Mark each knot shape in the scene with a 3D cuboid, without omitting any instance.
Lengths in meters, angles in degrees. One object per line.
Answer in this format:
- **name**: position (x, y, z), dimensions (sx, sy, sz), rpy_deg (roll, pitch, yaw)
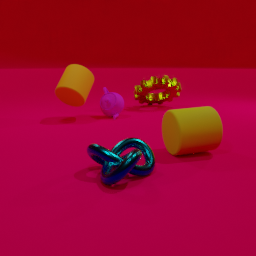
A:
- **knot shape**: position (-0.118, 0.564, 4.760), dimensions (1.227, 0.567, 1.148), rpy_deg (0, 13, -1)

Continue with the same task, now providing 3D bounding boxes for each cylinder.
- **cylinder**: position (1.341, 0.055, 5.983), dimensions (0.960, 0.960, 0.960), rpy_deg (-6, 14, -15)
- **cylinder**: position (-1.784, -1.422, 9.448), dimensions (1.035, 1.035, 1.035), rpy_deg (5, 58, 21)

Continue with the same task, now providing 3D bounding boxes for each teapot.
- **teapot**: position (-0.601, -0.835, 9.924), dimensions (0.899, 1.446, 0.708), rpy_deg (-26, -25, 12)

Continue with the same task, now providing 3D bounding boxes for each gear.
- **gear**: position (1.246, -1.551, 11.898), dimensions (1.962, 0.363, 1.962), rpy_deg (-5, -21, -2)
